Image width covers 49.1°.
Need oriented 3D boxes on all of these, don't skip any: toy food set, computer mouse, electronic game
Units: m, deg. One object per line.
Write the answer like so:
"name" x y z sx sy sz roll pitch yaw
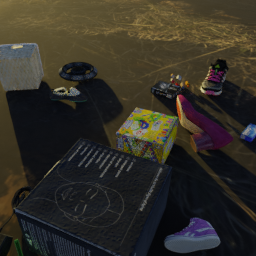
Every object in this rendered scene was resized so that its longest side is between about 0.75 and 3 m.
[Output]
"toy food set" 2.334 -2.076 12.799 0.946 0.452 0.426 27 33 -16
"computer mouse" -2.968 2.510 6.785 0.844 0.490 2.879 -9 29 16
"electronic game" -2.456 -2.777 13.829 1.898 0.395 1.898 2 37 -1

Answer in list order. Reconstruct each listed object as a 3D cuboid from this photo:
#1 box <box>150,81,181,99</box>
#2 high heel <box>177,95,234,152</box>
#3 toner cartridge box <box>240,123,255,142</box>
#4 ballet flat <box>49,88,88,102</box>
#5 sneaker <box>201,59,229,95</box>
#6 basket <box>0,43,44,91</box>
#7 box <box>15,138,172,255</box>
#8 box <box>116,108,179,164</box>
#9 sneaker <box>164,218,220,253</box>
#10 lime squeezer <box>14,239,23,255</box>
"box" 1.699 -1.718 12.546 1.115 0.243 0.894 22 42 27
"high heel" 2.629 -0.302 10.063 1.306 0.916 2.716 -13 52 -1
"toner cartridge box" 4.405 0.160 10.066 0.406 0.185 0.855 28 44 31
"ballet flat" -2.554 -1.442 11.912 1.648 0.602 0.602 3 37 4
"sneaker" 3.966 -2.383 12.703 0.941 1.116 2.551 17 40 21
"basket" -4.905 -2.775 12.735 1.725 1.740 1.400 -4 39 -5
"box" -0.615 1.863 6.555 2.568 1.619 2.612 15 39 19
"box" 0.658 0.274 9.230 1.564 0.990 1.624 15 40 20
"sneaker" 1.441 2.530 6.717 1.309 0.475 0.746 1 30 -10
"lime squeezer" -1.960 3.197 5.688 0.348 0.651 1.843 -9 65 -39
